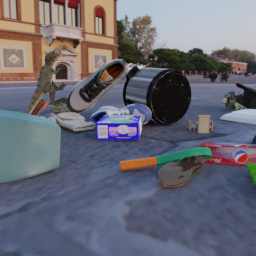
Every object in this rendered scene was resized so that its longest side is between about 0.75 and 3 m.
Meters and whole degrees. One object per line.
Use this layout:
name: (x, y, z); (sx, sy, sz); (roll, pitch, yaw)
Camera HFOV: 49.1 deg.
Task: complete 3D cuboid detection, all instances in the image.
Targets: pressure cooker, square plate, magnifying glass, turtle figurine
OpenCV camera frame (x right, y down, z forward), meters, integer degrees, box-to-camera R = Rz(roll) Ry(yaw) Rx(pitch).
pressure cooker: (0.999, -1.289, 10.981); (2.150, 2.116, 2.406); (-3, 15, -33)
square plate: (5.396, -0.470, 11.426); (2.397, 0.341, 2.375); (-11, 15, -42)
magnifying glass: (0.765, 0.642, 5.669); (1.858, 0.208, 0.739); (-9, -20, -4)
turtle figurine: (5.043, -1.126, 13.958); (1.278, 0.919, 1.239); (-34, 43, -5)

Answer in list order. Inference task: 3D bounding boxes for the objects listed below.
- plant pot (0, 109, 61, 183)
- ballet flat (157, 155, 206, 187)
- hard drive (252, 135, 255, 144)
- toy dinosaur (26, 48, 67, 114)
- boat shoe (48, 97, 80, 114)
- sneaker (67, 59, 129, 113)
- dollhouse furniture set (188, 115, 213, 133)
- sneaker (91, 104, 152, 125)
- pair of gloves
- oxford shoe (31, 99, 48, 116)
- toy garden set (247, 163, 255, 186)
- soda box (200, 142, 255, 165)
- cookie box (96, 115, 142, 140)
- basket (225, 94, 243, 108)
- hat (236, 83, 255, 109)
plant pot: (-2.296, 0.291, 5.439); (1.812, 1.280, 1.280); (0, 11, -25)
ballet flat: (1.005, 0.802, 5.258); (0.496, 0.341, 1.472); (44, 38, 21)
hard drive: (3.718, 0.408, 7.076); (1.015, 0.319, 1.505); (4, 12, 19)
toy dinosaur: (-2.897, -1.472, 10.325); (0.674, 2.841, 1.252); (4, -20, 39)
boat shoe: (-3.030, -0.971, 13.286); (0.913, 0.788, 2.504); (-32, 21, -32)
sneaker: (-1.209, -1.698, 10.818); (2.945, 1.088, 1.167); (-41, 5, -1)
dollhouse furniture set: (2.472, -0.192, 9.422); (0.752, 0.570, 0.859); (1, 11, 3)
sneaker: (-0.278, -0.328, 9.933); (2.234, 0.841, 0.985); (-2, 19, 30)
pair of gloves: (-2.775, -0.226, 9.686); (2.811, 0.493, 2.390); (-5, 11, -27)
oxford shoe: (-3.411, -0.672, 10.348); (0.347, 0.958, 0.341); (43, -4, -32)
toy garden set: (2.677, 0.934, 4.707); (1.113, 0.266, 1.335); (1, 11, 16)
soda box: (2.229, 0.561, 6.124); (1.251, 0.397, 0.438); (2, 11, 12)
cookie box: (-0.235, -0.043, 8.687); (1.269, 0.558, 1.484); (-1, 11, 5)
basket: (5.758, -1.410, 15.206); (0.909, 0.819, 0.618); (-5, 21, 25)
hat: (6.184, -1.309, 13.630); (2.350, 0.948, 2.350); (21, 15, -6)
